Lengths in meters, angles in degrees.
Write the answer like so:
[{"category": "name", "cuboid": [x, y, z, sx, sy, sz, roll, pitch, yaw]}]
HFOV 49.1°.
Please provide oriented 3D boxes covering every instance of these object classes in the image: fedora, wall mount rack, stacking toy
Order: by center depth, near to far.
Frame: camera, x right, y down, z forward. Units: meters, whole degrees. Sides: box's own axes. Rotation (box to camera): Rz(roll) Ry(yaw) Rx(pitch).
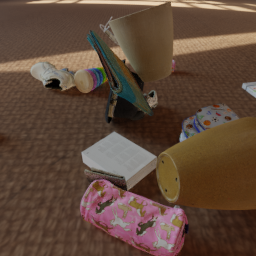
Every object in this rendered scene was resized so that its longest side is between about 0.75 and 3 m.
[{"category": "wall mount rack", "cuboid": [-0.571, -3.810, 10.942, 0.400, 1.072, 0.931, -33, 33, 31]}, {"category": "fedora", "cuboid": [-0.053, -1.376, 11.547, 1.240, 2.715, 2.715, 16, 34, 0]}, {"category": "stacking toy", "cuboid": [-1.536, -2.806, 15.196, 1.202, 1.202, 2.815, 21, 32, 29]}]

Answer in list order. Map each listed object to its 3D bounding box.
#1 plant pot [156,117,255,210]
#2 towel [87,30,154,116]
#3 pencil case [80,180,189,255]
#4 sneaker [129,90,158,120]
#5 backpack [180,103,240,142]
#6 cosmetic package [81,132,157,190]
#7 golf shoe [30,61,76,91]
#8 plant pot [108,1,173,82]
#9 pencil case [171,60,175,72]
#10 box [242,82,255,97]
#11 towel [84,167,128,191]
[{"category": "plant pot", "cuboid": [2.253, 1.077, 7.460, 2.751, 2.563, 2.563, -5, 33, -19]}, {"category": "towel", "cuboid": [-0.146, -1.557, 8.878, 0.323, 2.975, 2.182, -31, 70, 13]}, {"category": "pencil case", "cuboid": [0.108, 2.265, 7.200, 2.808, 1.162, 1.215, 15, 36, 23]}, {"category": "sneaker", "cuboid": [0.645, -1.084, 12.559, 0.716, 0.855, 1.932, 23, 46, 29]}, {"category": "backpack", "cuboid": [2.956, 0.248, 9.890, 2.109, 1.706, 2.214, -20, 43, -9]}, {"category": "cosmetic package", "cuboid": [-0.308, 1.075, 9.498, 2.083, 0.538, 1.570, 30, 45, 35]}, {"category": "golf shoe", "cuboid": [-4.234, -2.704, 14.908, 2.961, 1.159, 1.440, 14, 41, 22]}, {"category": "plant pot", "cuboid": [0.761, -3.038, 10.299, 2.293, 2.449, 2.293, -17, 21, 7]}, {"category": "pencil case", "cuboid": [1.981, -3.748, 16.790, 1.731, 0.757, 0.757, 0, 33, -1]}, {"category": "box", "cuboid": [6.768, -1.980, 14.499, 1.069, 0.282, 1.371, -7, 35, -10]}, {"category": "towel", "cuboid": [-0.615, 1.592, 8.208, 1.242, 1.196, 0.215, 10, 54, 13]}]
